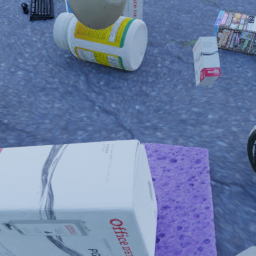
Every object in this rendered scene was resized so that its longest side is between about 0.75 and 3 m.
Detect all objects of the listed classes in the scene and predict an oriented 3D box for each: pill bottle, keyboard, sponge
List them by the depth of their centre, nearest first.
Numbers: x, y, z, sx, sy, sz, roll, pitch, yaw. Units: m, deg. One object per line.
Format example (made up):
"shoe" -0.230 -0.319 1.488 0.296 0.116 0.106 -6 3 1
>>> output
"sponge" 0.900 1.542 5.750 1.605 0.429 2.877 5 46 6
"pill bottle" -0.952 -3.012 9.427 2.900 1.635 1.635 17 48 17
"keyboard" -4.214 -5.628 12.975 1.472 0.315 2.452 -9 45 -9

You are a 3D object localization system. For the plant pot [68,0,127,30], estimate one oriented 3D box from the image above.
"plant pot" -0.588 -3.234 6.780 1.483 1.483 0.996 -30 22 -26

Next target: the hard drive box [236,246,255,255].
"hard drive box" 1.800 2.628 4.310 1.342 0.515 1.046 -19 78 -18

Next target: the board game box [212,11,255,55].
"board game box" 4.155 -3.604 10.547 1.784 0.864 1.422 16 47 16

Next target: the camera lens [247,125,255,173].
"camera lens" 3.872 0.342 5.972 2.220 1.776 1.776 -23 50 -21

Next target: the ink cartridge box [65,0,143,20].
"ink cartridge box" -1.019 -5.007 11.082 2.829 2.076 2.066 -10 46 -9

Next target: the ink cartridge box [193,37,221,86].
"ink cartridge box" 1.895 -1.607 6.792 0.417 0.726 1.000 -3 82 -1

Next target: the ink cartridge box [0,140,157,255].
"ink cartridge box" -1.031 1.307 4.518 2.803 2.053 1.160 -4 45 11
